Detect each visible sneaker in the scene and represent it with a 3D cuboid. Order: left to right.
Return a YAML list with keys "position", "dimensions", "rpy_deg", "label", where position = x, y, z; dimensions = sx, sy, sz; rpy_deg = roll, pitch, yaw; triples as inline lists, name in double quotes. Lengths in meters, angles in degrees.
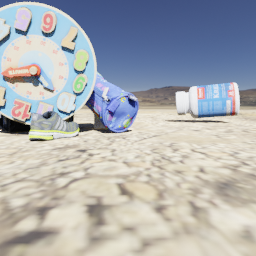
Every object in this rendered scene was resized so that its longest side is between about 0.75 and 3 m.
- position: [-1.495, -0.079, 5.892]
  dimensions: [0.526, 0.576, 1.422]
  rpy_deg: [2, 5, 21]
  label: "sneaker"

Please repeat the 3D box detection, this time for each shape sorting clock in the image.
- position: [-1.905, -1.229, 5.778]
  dimensions: [2.506, 2.506, 0.492]
  rpy_deg: [-1, 24, -8]
  label: "shape sorting clock"

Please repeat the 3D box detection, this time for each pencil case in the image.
- position: [-0.797, -0.919, 7.390]
  dimensions: [2.608, 1.017, 1.132]
  rpy_deg: [41, -4, 41]
  label: "pencil case"

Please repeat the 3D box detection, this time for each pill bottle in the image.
- position: [3.042, -1.021, 10.857]
  dimensions: [2.259, 1.268, 1.268]
  rpy_deg: [-4, 4, 14]
  label: "pill bottle"

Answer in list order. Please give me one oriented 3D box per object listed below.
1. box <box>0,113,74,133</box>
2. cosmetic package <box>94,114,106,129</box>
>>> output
- position: [-2.798, -0.549, 8.078]
  dimensions: [1.759, 0.925, 2.147]
  rpy_deg: [-4, 13, -37]
  label: "box"
- position: [-0.610, -0.348, 8.431]
  dimensions: [0.696, 0.692, 0.832]
  rpy_deg: [1, 5, 6]
  label: "cosmetic package"
